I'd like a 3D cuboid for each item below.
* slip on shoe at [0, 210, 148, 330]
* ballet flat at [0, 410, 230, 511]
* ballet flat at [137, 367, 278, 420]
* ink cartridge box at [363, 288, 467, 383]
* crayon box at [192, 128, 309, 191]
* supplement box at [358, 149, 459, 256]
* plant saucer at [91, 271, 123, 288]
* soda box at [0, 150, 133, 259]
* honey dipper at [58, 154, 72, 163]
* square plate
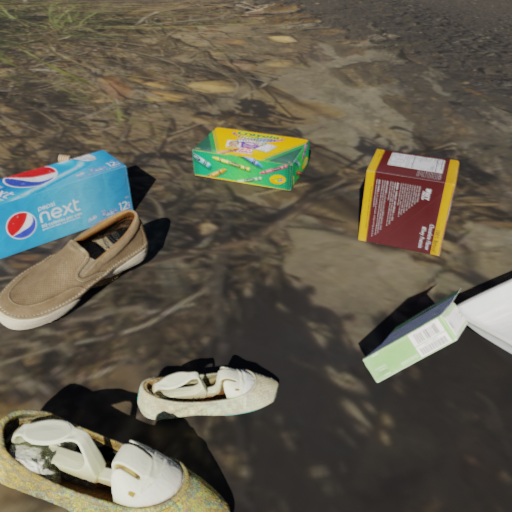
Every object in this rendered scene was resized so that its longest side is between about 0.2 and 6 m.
[{"bbox_3d":[-2.664,0.126,8.261,2.520,0.763,0.958,-31,58,-34],"label":"slip on shoe"},{"bbox_3d":[-1.517,2.145,5.579,2.615,0.924,0.924,11,36,16],"label":"ballet flat"},{"bbox_3d":[-0.546,1.606,6.678,1.726,0.538,0.582,-7,35,-11],"label":"ballet flat"},{"bbox_3d":[2.034,0.946,6.867,0.363,1.101,1.513,57,29,11],"label":"ink cartridge box"},{"bbox_3d":[-0.094,-2.112,12.036,2.205,0.642,1.310,11,36,16],"label":"crayon box"},{"bbox_3d":[2.610,-0.932,9.644,1.406,1.387,0.934,12,36,17],"label":"supplement box"},{"bbox_3d":[-2.653,0.158,9.056,1.031,0.182,1.031,-3,33,2],"label":"plant saucer"},{"bbox_3d":[-3.782,-0.909,9.939,2.998,1.017,0.962,-25,41,-31],"label":"soda box"},{"bbox_3d":[-3.878,-2.102,12.460,1.043,0.198,0.198,8,35,7],"label":"honey dipper"},{"bbox_3d":[4.822,1.109,7.284,3.194,0.459,3.225,-17,35,-30],"label":"square plate"}]
